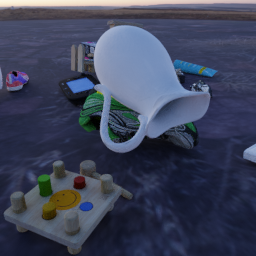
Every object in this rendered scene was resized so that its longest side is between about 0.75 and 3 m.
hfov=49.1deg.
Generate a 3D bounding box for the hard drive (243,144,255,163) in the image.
[{"bbox_3d":[3.345,0.626,5.536,1.094,0.221,1.658,-18,25,-36],"label":"hard drive"}]

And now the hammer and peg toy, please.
[{"bbox_3d":[-0.786,1.012,4.446,1.353,0.648,1.839,12,28,24],"label":"hammer and peg toy"}]

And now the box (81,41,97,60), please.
[{"bbox_3d":[-1.645,-3.804,14.254,0.897,1.033,1.563,-17,30,-32],"label":"box"}]

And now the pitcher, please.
[{"bbox_3d":[0.052,-0.833,5.634,2.107,1.489,2.456,-30,60,-10],"label":"pitcher"}]

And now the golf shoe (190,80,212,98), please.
[{"bbox_3d":[2.530,-1.277,9.693,0.571,0.470,1.210,-17,23,2],"label":"golf shoe"}]

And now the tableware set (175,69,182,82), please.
[{"bbox_3d":[0.917,-1.953,10.620,2.075,0.416,1.371,8,43,18],"label":"tableware set"}]

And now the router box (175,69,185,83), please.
[{"bbox_3d":[1.575,-2.147,11.534,1.343,0.343,1.002,-2,25,-4],"label":"router box"}]

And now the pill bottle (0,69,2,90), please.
[{"bbox_3d":[-5.576,-1.674,9.369,2.387,1.321,1.321,-7,26,-13],"label":"pill bottle"}]

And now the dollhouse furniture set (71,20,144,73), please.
[{"bbox_3d":[-0.678,-3.066,10.961,2.405,1.823,2.744,-5,16,-30],"label":"dollhouse furniture set"}]

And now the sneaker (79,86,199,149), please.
[{"bbox_3d":[0.208,-0.009,6.490,2.860,1.116,1.218,15,61,18],"label":"sneaker"}]

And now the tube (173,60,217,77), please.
[{"bbox_3d":[2.960,-2.618,12.510,1.917,0.483,0.742,21,45,29],"label":"tube"}]

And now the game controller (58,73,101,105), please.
[{"bbox_3d":[-1.633,-1.409,9.766,1.297,0.524,2.487,-9,26,-20],"label":"game controller"}]

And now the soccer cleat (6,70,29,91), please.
[{"bbox_3d":[-4.231,-1.955,10.753,0.616,0.660,1.805,-2,25,-5],"label":"soccer cleat"}]
